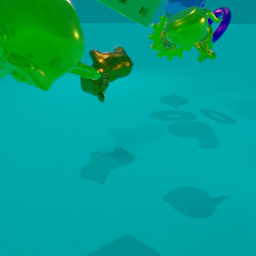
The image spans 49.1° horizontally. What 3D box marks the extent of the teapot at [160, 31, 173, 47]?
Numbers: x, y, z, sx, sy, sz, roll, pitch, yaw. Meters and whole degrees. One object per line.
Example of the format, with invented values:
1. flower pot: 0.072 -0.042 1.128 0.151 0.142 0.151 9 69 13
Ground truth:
1. teapot: 1.834 -3.831 11.434 1.213 0.955 1.950 7 2 7

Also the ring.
1. ring: 2.970 -3.507 9.712 0.290 1.452 1.452 26 14 -22

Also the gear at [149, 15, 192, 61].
1. gear: 1.514 -3.157 9.730 1.557 1.557 0.288 1 27 2

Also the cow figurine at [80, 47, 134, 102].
1. cow figurine: -0.462 -1.316 6.665 1.499 0.823 1.475 -15 46 -20

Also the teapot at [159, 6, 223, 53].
1. teapot: 1.221 -1.960 5.551 1.425 0.698 0.886 -32 27 0

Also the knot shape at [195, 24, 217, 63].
1. knot shape: 2.145 -2.409 7.897 0.525 1.062 1.135 -10 9 15

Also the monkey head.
1. monkey head: -1.109 -1.001 3.131 1.210 1.682 1.014 -2 43 48

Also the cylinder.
1. cylinder: 1.836 -3.920 8.756 1.040 1.040 1.040 29 -10 6

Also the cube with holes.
1. cube with holes: -0.062 -2.204 3.964 0.995 0.995 0.995 19 21 -30
